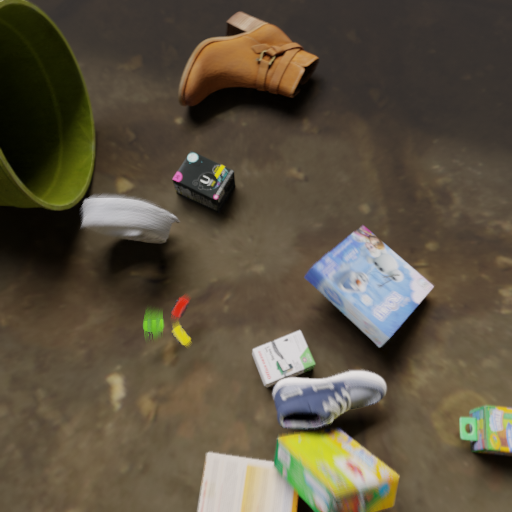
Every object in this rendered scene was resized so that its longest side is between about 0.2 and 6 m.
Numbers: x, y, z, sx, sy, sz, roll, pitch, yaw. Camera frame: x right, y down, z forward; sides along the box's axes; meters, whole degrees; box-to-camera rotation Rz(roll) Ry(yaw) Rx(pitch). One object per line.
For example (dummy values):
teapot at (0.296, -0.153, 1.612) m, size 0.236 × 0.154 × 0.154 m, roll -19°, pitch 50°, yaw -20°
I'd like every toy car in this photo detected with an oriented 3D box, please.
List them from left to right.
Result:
toy car at (-1.496, 1.147, 9.415) m, size 0.778 × 0.184 × 0.826 m, roll -7°, pitch 65°, yaw -1°

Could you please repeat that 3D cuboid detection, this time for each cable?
cable at (-2.237, -0.602, 9.712) m, size 1.518 × 1.518 × 0.525 m, roll 5°, pitch 82°, yaw 11°

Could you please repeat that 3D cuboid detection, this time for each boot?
boot at (-0.145, -3.663, 11.462) m, size 2.062 × 1.019 × 2.656 m, roll 33°, pitch 64°, yaw 9°
boot at (1.190, 2.323, 8.742) m, size 1.826 × 0.825 × 0.664 m, roll -6°, pitch 111°, yaw 0°

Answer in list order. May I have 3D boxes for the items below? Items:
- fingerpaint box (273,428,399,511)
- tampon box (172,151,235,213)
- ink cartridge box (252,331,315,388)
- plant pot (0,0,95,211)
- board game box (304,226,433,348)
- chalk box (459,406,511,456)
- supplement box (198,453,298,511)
fingerpaint box at (1.121, 3.131, 8.112) m, size 1.184 × 1.419 × 0.520 m, roll 1°, pitch 103°, yaw -31°
tampon box at (-0.980, -1.401, 10.669) m, size 0.955 × 0.603 × 0.716 m, roll 25°, pitch 71°, yaw 10°
ink cartridge box at (0.455, 1.760, 9.546) m, size 0.903 × 0.381 × 0.659 m, roll -21°, pitch 70°, yaw -8°
plant pot at (-5.171, -2.369, 9.849) m, size 3.337 × 3.466 × 3.466 m, roll -5°, pitch 68°, yaw 11°
board game box at (1.980, 0.459, 9.677) m, size 1.696 × 0.370 × 1.704 m, roll 44°, pitch 49°, yaw 12°
chalk box at (3.844, 2.807, 8.970) m, size 1.109 × 0.686 × 0.690 m, roll 5°, pitch 68°, yaw 1°
supplement box at (-0.102, 3.655, 8.703) m, size 1.495 × 0.550 × 0.942 m, roll 8°, pitch 70°, yaw 3°
